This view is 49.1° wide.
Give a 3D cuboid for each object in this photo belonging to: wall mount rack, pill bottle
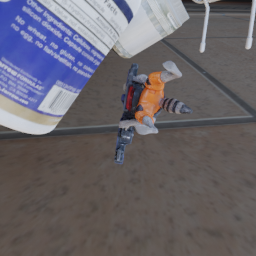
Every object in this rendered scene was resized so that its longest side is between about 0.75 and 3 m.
[{"bbox_3d":[2.641,-3.621,8.075,1.105,2.574,2.963,-42,29,-18],"label":"wall mount rack"},{"bbox_3d":[-0.613,-1.095,2.406,1.233,2.060,1.233,36,7,-5],"label":"pill bottle"}]

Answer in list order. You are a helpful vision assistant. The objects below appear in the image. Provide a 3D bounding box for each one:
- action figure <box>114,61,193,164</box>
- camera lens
[{"bbox_3d":[0.236,-0.139,3.396,0.682,1.304,1.261,10,2,-7],"label":"action figure"},{"bbox_3d":[0.133,-1.311,3.218,0.930,0.744,0.744,-26,22,20],"label":"camera lens"}]
